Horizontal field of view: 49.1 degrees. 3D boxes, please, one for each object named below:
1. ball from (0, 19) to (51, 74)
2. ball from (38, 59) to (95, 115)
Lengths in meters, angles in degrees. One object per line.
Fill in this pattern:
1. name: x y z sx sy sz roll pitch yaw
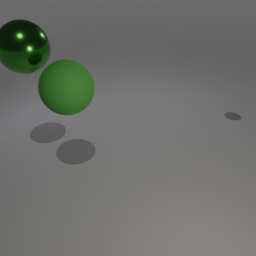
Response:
1. ball: -2.787 -2.144 7.461 1.400 1.400 1.400 0 31 0
2. ball: -1.550 -1.021 7.108 1.400 1.400 1.400 0 31 0
